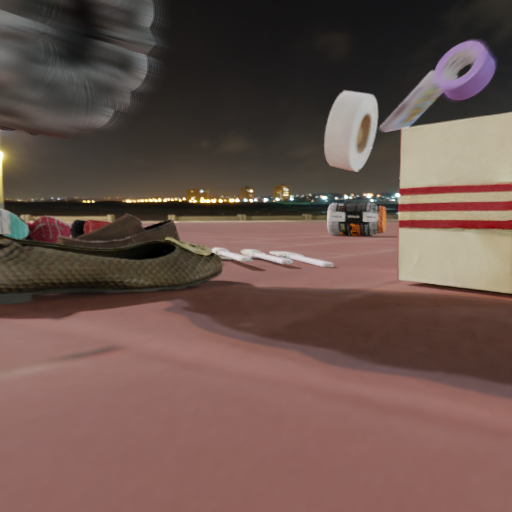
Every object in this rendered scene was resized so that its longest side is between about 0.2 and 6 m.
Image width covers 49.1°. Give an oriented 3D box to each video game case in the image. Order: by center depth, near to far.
[{"bbox_3d":[3.079,-2.908,10.568,1.337,0.162,1.469,-47,-13,33],"label":"video game case"}]

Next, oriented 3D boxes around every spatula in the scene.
[{"bbox_3d":[0.103,0.043,8.722,1.661,0.192,2.388,5,4,-15],"label":"spatula"}]

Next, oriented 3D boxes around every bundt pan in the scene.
[{"bbox_3d":[-2.305,-2.700,6.662,1.072,2.856,2.856,26,17,29],"label":"bundt pan"}]

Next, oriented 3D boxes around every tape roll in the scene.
[{"bbox_3d":[3.308,-2.943,8.917,0.358,0.843,0.843,28,-14,-38],"label":"tape roll"},{"bbox_3d":[2.348,-3.045,13.748,0.657,1.880,1.880,17,11,25],"label":"tape roll"}]

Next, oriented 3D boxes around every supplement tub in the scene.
[{"bbox_3d":[3.407,-1.228,18.955,1.845,1.131,1.131,1,4,20],"label":"supplement tub"}]

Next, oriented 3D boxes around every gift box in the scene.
[{"bbox_3d":[2.629,-0.648,5.526,1.908,2.068,1.931,-9,10,-36],"label":"gift box"}]

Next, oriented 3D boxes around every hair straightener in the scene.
[{"bbox_3d":[-3.594,-0.658,14.752,1.161,0.617,3.017,3,5,36],"label":"hair straightener"}]

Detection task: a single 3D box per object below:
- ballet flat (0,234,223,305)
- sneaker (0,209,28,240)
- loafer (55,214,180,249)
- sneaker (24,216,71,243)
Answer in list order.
[{"bbox_3d":[-1.514,0.018,5.393,2.835,0.657,0.955,-3,5,-38],"label":"ballet flat"},{"bbox_3d":[-6.162,-0.646,13.006,2.469,0.958,1.126,3,1,21],"label":"sneaker"},{"bbox_3d":[-2.085,-0.262,8.521,2.119,0.752,0.774,-4,6,-44],"label":"loafer"},{"bbox_3d":[-5.310,-0.640,14.017,1.760,0.709,0.657,1,2,26],"label":"sneaker"}]
